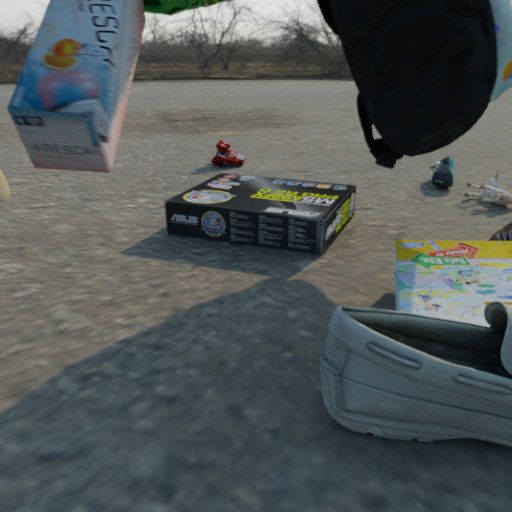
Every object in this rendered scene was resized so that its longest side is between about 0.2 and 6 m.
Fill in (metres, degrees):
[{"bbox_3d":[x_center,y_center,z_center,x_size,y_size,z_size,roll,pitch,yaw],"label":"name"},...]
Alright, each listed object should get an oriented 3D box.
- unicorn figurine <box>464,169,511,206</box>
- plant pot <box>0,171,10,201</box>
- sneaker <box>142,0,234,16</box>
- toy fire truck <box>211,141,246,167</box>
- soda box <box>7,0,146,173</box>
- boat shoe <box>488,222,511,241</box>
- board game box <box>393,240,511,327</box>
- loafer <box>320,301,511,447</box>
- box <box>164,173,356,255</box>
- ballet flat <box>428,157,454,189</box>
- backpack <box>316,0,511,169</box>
[{"bbox_3d":[4.637,-1.263,11.068,0.914,0.492,1.331,5,34,-15],"label":"unicorn figurine"},{"bbox_3d":[-5.705,-1.588,11.179,1.367,0.918,1.367,1,21,0],"label":"plant pot"},{"bbox_3d":[-0.804,-3.884,7.804,2.989,1.107,1.249,0,41,33],"label":"sneaker"},{"bbox_3d":[-0.676,-2.540,14.330,0.795,0.531,0.946,19,23,-2],"label":"toy fire truck"},{"bbox_3d":[-2.094,-2.488,6.994,0.948,1.020,2.982,2,58,0],"label":"soda box"},{"bbox_3d":[3.523,-0.176,7.393,0.644,0.643,1.780,-27,-13,1],"label":"boat shoe"},{"bbox_3d":[3.105,0.491,5.834,3.206,0.549,2.156,1,24,11],"label":"board game box"},{"bbox_3d":[2.026,0.912,4.440,3.009,1.050,1.052,2,21,4],"label":"loafer"},{"bbox_3d":[0.152,-0.805,9.554,2.703,0.598,2.165,8,22,21],"label":"box"},{"bbox_3d":[4.123,-1.882,12.499,0.584,0.584,1.600,7,24,17],"label":"ballet flat"},{"bbox_3d":[2.492,-3.172,8.158,2.315,3.052,3.658,-10,18,25],"label":"backpack"}]
